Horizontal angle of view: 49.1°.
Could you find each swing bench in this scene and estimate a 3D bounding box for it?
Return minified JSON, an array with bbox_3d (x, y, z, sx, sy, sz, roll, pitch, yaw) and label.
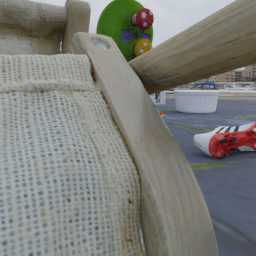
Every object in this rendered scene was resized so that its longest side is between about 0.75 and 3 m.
[{"bbox_3d":[-1.063,0.116,0.962,2.684,1.751,2.698,-3,16,-26],"label":"swing bench"}]

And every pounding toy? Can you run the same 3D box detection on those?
[{"bbox_3d":[0.036,-1.713,5.551,0.840,1.811,1.398,23,-21,48],"label":"pounding toy"}]

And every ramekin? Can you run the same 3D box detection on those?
[{"bbox_3d":[3.483,-1.383,14.381,2.240,1.092,2.240,1,10,0],"label":"ramekin"}]

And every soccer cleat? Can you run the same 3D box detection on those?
[{"bbox_3d":[2.129,0.189,5.514,1.807,0.620,0.770,-9,16,-27],"label":"soccer cleat"}]

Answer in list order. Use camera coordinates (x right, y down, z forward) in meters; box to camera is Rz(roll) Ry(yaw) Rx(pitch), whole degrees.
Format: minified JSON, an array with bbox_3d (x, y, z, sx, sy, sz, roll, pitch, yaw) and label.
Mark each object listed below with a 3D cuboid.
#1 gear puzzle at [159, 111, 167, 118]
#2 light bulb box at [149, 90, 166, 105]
[{"bbox_3d":[1.068,-0.615,12.046,1.108,0.280,2.140,4,9,27],"label":"gear puzzle"},{"bbox_3d":[-0.012,-1.980,13.753,2.720,1.697,2.696,-5,9,-36],"label":"light bulb box"}]
